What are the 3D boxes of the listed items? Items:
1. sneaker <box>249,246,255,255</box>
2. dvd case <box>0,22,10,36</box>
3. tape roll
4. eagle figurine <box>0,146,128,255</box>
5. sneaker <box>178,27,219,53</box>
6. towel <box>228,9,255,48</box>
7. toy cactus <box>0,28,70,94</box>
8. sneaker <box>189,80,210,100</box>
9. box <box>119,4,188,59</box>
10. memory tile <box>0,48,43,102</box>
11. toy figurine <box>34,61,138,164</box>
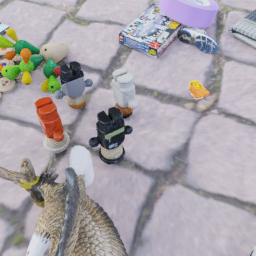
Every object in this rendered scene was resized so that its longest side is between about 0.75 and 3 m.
[{"bbox_3d":[2.326,2.897,4.634,0.942,0.615,1.684,28,57,20],"label":"sneaker"},{"bbox_3d":[-4.914,-3.124,9.332,1.154,0.174,1.581,28,59,19],"label":"dvd case"},{"bbox_3d":[2.042,-4.115,9.440,1.908,0.626,1.908,10,42,-9],"label":"tape roll"},{"bbox_3d":[-1.014,1.637,4.663,2.083,2.072,2.746,0,20,-44],"label":"eagle figurine"},{"bbox_3d":[2.343,-2.899,8.960,1.406,0.542,0.599,36,57,23],"label":"sneaker"},{"bbox_3d":[5.152,-3.166,9.283,2.711,0.468,2.610,37,59,26],"label":"towel"},{"bbox_3d":[-2.617,-2.061,7.953,2.648,1.354,2.185,30,46,22],"label":"toy cactus"},{"bbox_3d":[1.809,-1.000,7.301,0.388,0.410,1.064,-22,20,-1],"label":"sneaker"},{"bbox_3d":[0.886,-3.258,9.269,1.462,0.426,2.135,28,58,19],"label":"box"},{"bbox_3d":[-3.835,-1.653,8.239,1.760,0.193,2.296,25,58,17],"label":"memory tile"},{"bbox_3d":[-0.874,-0.361,6.588,2.159,1.502,2.126,8,48,8],"label":"toy figurine"}]
